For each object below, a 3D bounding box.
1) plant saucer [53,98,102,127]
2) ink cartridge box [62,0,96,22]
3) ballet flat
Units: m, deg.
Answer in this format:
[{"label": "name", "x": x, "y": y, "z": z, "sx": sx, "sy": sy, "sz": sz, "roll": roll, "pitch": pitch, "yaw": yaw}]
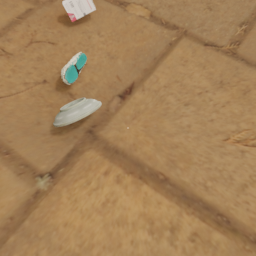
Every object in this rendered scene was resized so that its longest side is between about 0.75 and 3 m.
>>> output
[{"label": "plant saucer", "x": -1.505, "y": -0.540, "z": 8.028, "sx": 1.508, "sy": 1.508, "sz": 0.378, "roll": -28, "pitch": 108, "yaw": -15}, {"label": "ink cartridge box", "x": -1.785, "y": -4.489, "z": 10.263, "sx": 1.010, "sy": 0.736, "sz": 0.428, "roll": -25, "pitch": 35, "yaw": 5}, {"label": "ballet flat", "x": -1.828, "y": -1.895, "z": 9.058, "sx": 0.586, "sy": 0.586, "sz": 1.634, "roll": 14, "pitch": 43, "yaw": 8}]
